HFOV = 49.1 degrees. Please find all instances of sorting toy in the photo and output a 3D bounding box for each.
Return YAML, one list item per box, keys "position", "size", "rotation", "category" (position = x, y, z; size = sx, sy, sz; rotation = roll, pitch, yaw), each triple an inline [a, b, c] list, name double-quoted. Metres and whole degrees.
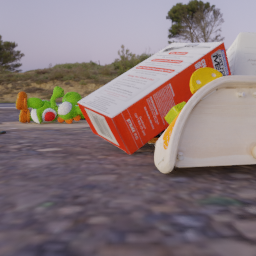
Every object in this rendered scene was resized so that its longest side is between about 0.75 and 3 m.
- position: [1.552, 0.072, 4.907]
  size: [2.657, 1.420, 2.392]
  rotation: [-1, -13, -11]
  category: "sorting toy"

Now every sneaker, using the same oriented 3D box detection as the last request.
- position: [1.114, -0.022, 6.547]
  size: [1.844, 0.712, 0.722]
  rotation: [-2, 7, -9]
  category: "sneaker"

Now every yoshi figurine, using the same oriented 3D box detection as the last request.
- position: [-3.006, -0.917, 11.475]
  size: [2.736, 1.532, 1.538]
  rotation: [2, 0, -6]
  category: "yoshi figurine"

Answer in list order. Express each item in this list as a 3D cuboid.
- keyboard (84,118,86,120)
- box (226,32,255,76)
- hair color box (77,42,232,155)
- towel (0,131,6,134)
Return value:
- position: [-1.861, -0.545, 13.468]
  size: [2.227, 0.229, 1.415]
  rotation: [4, 8, 37]
  category: "keyboard"
- position: [4.028, -1.096, 7.734]
  size: [2.936, 1.919, 2.921]
  rotation: [7, -2, 7]
  category: "box"
- position: [0.586, -0.804, 6.008]
  size: [2.919, 0.933, 1.619]
  rotation: [-36, 30, -18]
  category: "hair color box"
- position: [-4.111, 0.135, 7.958]
  size: [0.721, 0.107, 0.984]
  rotation: [6, 8, 36]
  category: "towel"
